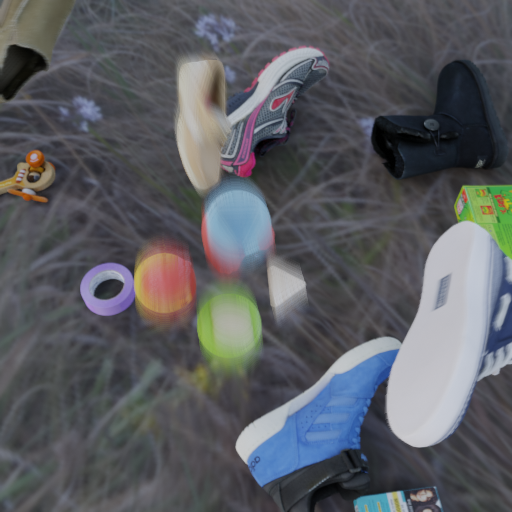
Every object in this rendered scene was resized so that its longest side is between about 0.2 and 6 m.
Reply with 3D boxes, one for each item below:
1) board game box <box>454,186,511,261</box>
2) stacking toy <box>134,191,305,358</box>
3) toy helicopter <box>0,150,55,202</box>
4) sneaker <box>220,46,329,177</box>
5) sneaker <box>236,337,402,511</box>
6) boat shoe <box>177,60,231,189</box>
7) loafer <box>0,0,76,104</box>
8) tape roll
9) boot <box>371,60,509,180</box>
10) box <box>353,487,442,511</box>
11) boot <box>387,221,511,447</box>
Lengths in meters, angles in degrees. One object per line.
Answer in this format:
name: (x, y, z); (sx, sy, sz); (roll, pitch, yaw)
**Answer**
board game box: (4.217, -0.056, 9.240); (1.253, 0.587, 2.467); (-1, 56, 0)
stacking toy: (-0.256, 0.198, 5.518); (1.397, 0.652, 1.544); (46, 74, -4)
toy helicopter: (-4.323, -1.295, 10.242); (1.343, 0.530, 0.888); (-18, 66, 1)
sneaker: (0.318, -2.756, 10.792); (1.209, 1.306, 3.238); (42, 72, 8)
sneaker: (1.210, 2.300, 7.337); (2.674, 1.026, 1.487); (-31, 55, -15)
boat shoe: (-0.725, -1.994, 8.357); (0.674, 0.719, 1.950); (-6, 88, 31)
loafer: (-3.127, -2.984, 7.723); (0.781, 0.880, 2.315); (30, 85, 16)
tape roll: (-2.380, 0.534, 9.031); (0.834, 0.273, 0.834); (0, 56, -1)
boot: (3.307, -2.683, 10.752); (2.247, 1.021, 2.674); (-5, 62, -8)
box: (1.822, 3.271, 7.171); (1.056, 0.260, 0.434); (-6, 56, -4)
boot: (2.400, 0.957, 6.033); (1.291, 1.039, 2.857); (37, 55, -11)
